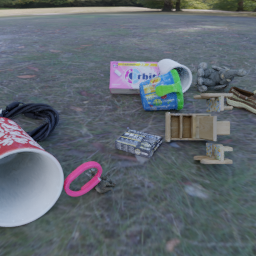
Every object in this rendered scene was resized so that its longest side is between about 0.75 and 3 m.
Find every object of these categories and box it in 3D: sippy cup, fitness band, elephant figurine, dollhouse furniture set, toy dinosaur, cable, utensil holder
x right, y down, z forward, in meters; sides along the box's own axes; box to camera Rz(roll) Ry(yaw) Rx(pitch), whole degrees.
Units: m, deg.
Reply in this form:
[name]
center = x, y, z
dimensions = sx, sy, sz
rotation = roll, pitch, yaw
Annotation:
[sippy cup]
center = 1.288, -1.405, 11.311
dimensions = 1.559, 2.127, 1.671
rotation = -12, 56, 1
[fitness band]
center = -1.057, 1.225, 6.681
dimensions = 1.011, 0.726, 0.189
rotation = -41, 46, -2
[elephant figurine]
center = 4.341, -2.375, 13.305
dimensions = 2.056, 1.455, 1.595
rotation = -2, 41, 11
[dollhouse furniture set]
center = 2.006, -0.010, 8.305
dimensions = 1.420, 1.873, 2.137
rotation = 0, 1, -3
[toy dinosaur]
center = -0.627, 1.452, 7.095
dimensions = 0.549, 0.413, 1.074
rotation = -23, 40, -16
[cable]
center = -3.794, -0.245, 9.864
dimensions = 2.838, 0.721, 2.315
rotation = 23, 35, 35
[utensil holder]
center = 2.087, -2.522, 13.483
dimensions = 1.408, 1.408, 1.657
rotation = -6, 27, -12

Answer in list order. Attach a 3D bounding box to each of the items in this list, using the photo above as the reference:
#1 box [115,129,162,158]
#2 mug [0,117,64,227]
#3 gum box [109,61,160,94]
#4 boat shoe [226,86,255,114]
[box]
center = 0.348, 0.462, 8.957
dimensions = 1.245, 0.306, 1.004
rotation = 14, 29, 24
[mug]
center = -3.177, 0.872, 6.657
dimensions = 2.417, 1.817, 2.723
rotation = -15, 28, -30
[gum box]
center = 0.332, -2.316, 12.987
dimensions = 2.302, 1.306, 0.761
rotation = 1, -12, 2
[boat shoe]
center = 5.185, -1.120, 11.319
dimensions = 2.441, 0.903, 0.901
rotation = 21, 34, 34
